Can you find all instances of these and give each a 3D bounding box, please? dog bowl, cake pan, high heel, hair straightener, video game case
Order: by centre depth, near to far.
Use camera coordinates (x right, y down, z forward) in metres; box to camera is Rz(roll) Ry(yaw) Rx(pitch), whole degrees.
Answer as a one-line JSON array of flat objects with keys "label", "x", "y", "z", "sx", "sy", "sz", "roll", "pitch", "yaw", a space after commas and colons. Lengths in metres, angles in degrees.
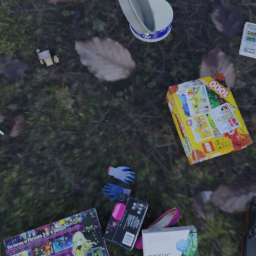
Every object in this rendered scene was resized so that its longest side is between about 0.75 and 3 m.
[{"label": "video game case", "x": -2.045, "y": 4.280, "z": 8.637, "sx": 2.982, "sy": 0.534, "sz": 2.703, "roll": -19, "pitch": 73, "yaw": -6}, {"label": "hair straightener", "x": 4.062, "y": 3.200, "z": 8.753, "sx": 0.533, "sy": 1.002, "sz": 2.603, "roll": 19, "pitch": 73, "yaw": 6}, {"label": "high heel", "x": 0.919, "y": 3.133, "z": 8.804, "sx": 1.735, "sy": 0.832, "sz": 0.584, "roll": -28, "pitch": 52, "yaw": -10}, {"label": "cake pan", "x": 0.241, "y": -3.967, "z": 8.919, "sx": 0.398, "sy": 2.172, "sz": 2.172, "roll": -18, "pitch": 70, "yaw": 26}, {"label": "video game case", "x": 5.481, "y": -3.459, "z": 11.369, "sx": 1.680, "sy": 0.199, "sz": 1.529, "roll": 16, "pitch": 72, "yaw": 6}, {"label": "dog bowl", "x": 0.940, "y": -4.451, "z": 11.433, "sx": 1.748, "sy": 0.689, "sz": 1.748, "roll": 0, "pitch": 72, "yaw": 0}]

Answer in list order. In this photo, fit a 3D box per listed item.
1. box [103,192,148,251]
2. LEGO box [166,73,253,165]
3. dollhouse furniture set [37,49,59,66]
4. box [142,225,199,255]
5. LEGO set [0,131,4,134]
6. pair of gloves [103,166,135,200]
[{"label": "box", "x": -0.056, "y": 2.920, "z": 8.900, "sx": 0.981, "sy": 0.851, "sz": 1.484, "roll": 21, "pitch": 78, "yaw": 5}, {"label": "LEGO box", "x": 2.756, "y": -0.329, "z": 9.883, "sx": 2.015, "sy": 1.044, "sz": 2.705, "roll": -16, "pitch": 73, "yaw": -5}, {"label": "dollhouse furniture set", "x": -3.215, "y": -2.946, "z": 11.089, "sx": 0.706, "sy": 0.404, "sz": 0.828, "roll": -22, "pitch": 73, "yaw": -7}, {"label": "box", "x": 1.316, "y": 4.179, "z": 8.449, "sx": 1.634, "sy": 0.411, "sz": 2.264, "roll": -5, "pitch": 89, "yaw": -2}, {"label": "LEGO set", "x": -5.846, "y": -0.093, "z": 10.215, "sx": 1.946, "sy": 0.639, "sz": 2.605, "roll": -31, "pitch": 63, "yaw": -9}, {"label": "pair of gloves", "x": -0.312, "y": 1.896, "z": 9.628, "sx": 0.984, "sy": 0.139, "sz": 1.224, "roll": 12, "pitch": 77, "yaw": 1}]
